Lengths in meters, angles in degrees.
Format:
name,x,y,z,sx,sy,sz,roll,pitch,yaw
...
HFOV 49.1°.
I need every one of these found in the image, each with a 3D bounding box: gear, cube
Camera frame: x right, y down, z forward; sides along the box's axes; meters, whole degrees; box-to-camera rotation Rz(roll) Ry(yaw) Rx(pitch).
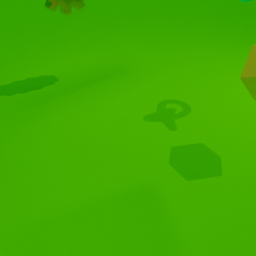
name,x,y,z,sx,sy,sz,roll,pitch,yaw
gear,-1.774,-4.204,7.741,1.930,1.930,0.357,-26,40,-28
cube,2.900,-1.098,5.541,0.856,0.856,0.856,8,67,49

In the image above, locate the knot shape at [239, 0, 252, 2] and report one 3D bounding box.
name,x,y,z,sx,sy,sz,roll,pitch,yaw
knot shape,3.060,-3.404,6.192,1.476,0.729,1.577,-26,12,12
